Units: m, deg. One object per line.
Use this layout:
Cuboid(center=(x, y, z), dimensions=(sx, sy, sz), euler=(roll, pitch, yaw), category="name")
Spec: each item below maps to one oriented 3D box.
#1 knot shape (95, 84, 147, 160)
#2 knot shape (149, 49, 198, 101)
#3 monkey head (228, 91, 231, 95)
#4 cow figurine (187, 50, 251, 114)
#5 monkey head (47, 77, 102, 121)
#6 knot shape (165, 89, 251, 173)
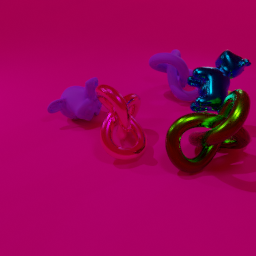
Cuboid(center=(-0.197, -0.295, 6.531), dimensions=(0.847, 1.715, 1.833), euler=(-15, 38, 19), category="knot shape")
Cuboid(center=(1.716, -1.689, 9.136), dimensions=(1.915, 0.945, 2.046), euler=(53, 23, 16), category="knot shape")
Cuboid(center=(2.477, -0.597, 7.476), dimensions=(0.849, 1.180, 0.711), euler=(-14, 15, -3), category="monkey head")
Cuboid(center=(2.227, -1.089, 6.737), dimensions=(1.526, 0.851, 1.551), euler=(-1, 76, -7), category="cow figurine")
Cuboid(center=(-1.351, -0.896, 7.903), dimensions=(1.118, 1.335, 1.856), euler=(24, 35, 19), category="monkey head")
Cuboid(center=(1.695, 0.177, 6.010), dimensions=(1.927, 2.059, 0.951), euler=(-25, 60, -9), category="knot shape")
